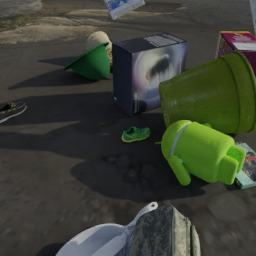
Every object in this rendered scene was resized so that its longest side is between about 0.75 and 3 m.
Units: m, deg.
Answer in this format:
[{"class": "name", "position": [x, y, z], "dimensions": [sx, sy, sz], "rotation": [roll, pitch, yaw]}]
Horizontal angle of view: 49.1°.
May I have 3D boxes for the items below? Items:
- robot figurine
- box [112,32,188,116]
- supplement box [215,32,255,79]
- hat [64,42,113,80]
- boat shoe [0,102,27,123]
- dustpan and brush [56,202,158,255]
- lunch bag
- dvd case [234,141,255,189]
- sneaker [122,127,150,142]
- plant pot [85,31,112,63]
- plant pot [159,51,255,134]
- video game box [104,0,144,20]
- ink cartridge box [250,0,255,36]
[{"class": "robot figurine", "position": [1.763, 0.548, 7.008], "dimensions": [2.108, 1.219, 1.849], "rotation": [25, 48, 30]}, {"class": "box", "position": [0.726, -1.888, 9.714], "dimensions": [2.223, 2.241, 1.381], "rotation": [-19, 38, -24]}, {"class": "supplement box", "position": [4.567, -2.823, 11.563], "dimensions": [1.341, 1.701, 2.598], "rotation": [2, 35, 2]}, {"class": "hat", "position": [-1.102, -2.157, 11.913], "dimensions": [2.621, 2.307, 2.171], "rotation": [-18, 17, 49]}, {"class": "boat shoe", "position": [-4.003, -0.616, 9.466], "dimensions": [0.470, 0.397, 1.318], "rotation": [19, 39, 26]}, {"class": "dustpan and brush", "position": [-0.175, 2.151, 5.186], "dimensions": [1.490, 0.611, 2.136], "rotation": [29, 44, 36]}, {"class": "lunch bag", "position": [0.731, 2.193, 4.728], "dimensions": [0.986, 1.187, 1.416], "rotation": [-30, 25, 27]}, {"class": "dvd case", "position": [3.021, 0.927, 7.400], "dimensions": [1.103, 0.166, 1.510], "rotation": [-9, 34, -13]}, {"class": "sneaker", "position": [0.265, 0.150, 8.339], "dimensions": [0.942, 0.394, 0.349], "rotation": [-16, 36, -23]}, {"class": "plant pot", "position": [-1.196, -3.782, 13.551], "dimensions": [1.321, 1.321, 1.209], "rotation": [-22, 52, -29]}, {"class": "plant pot", "position": [2.190, -0.806, 8.323], "dimensions": [2.350, 2.441, 2.441], "rotation": [-12, 34, 3]}, {"class": "video game box", "position": [-0.232, -5.274, 11.428], "dimensions": [1.406, 0.361, 1.543], "rotation": [-24, 59, 4]}, {"class": "ink cartridge box", "position": [4.060, -2.778, 7.367], "dimensions": [1.226, 1.689, 0.705], "rotation": [-12, 5, 8]}]
